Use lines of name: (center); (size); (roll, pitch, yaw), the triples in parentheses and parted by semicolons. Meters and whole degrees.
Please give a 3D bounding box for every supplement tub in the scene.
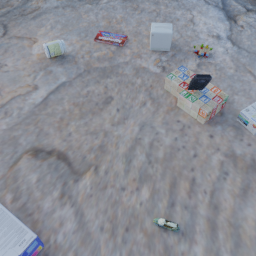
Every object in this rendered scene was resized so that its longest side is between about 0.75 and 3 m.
supplement tub: (-3.656, -3.988, 14.029); (0.998, 0.724, 0.724); (-21, 56, -15)

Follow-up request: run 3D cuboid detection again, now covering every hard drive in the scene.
hard drive: (2.837, -1.825, 11.176); (0.730, 1.082, 0.229); (-1, 72, -7)

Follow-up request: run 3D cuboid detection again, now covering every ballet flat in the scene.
ballet flat: (1.239, 3.054, 8.971); (0.867, 0.322, 0.322); (14, 54, 11)

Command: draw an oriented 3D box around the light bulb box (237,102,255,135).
light bulb box: (5.183, -0.408, 11.382); (0.995, 0.621, 0.986); (-28, 58, -19)

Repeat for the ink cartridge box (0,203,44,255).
ink cartridge box: (-3.789, 3.500, 8.167); (2.664, 1.017, 1.817); (29, 58, 22)

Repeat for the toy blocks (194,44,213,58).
toy blocks: (3.722, -3.830, 14.143); (0.950, 0.475, 0.649); (17, 66, 9)

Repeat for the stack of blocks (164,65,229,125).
stack of blocks: (2.780, -1.485, 12.112); (1.480, 0.753, 2.570); (-36, 61, -24)

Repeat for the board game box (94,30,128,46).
board game box: (-0.908, -4.812, 15.017); (1.642, 0.160, 0.845); (13, 55, 10)

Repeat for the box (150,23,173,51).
box: (1.682, -4.651, 14.307); (1.081, 1.087, 0.931); (4, 50, 2)
